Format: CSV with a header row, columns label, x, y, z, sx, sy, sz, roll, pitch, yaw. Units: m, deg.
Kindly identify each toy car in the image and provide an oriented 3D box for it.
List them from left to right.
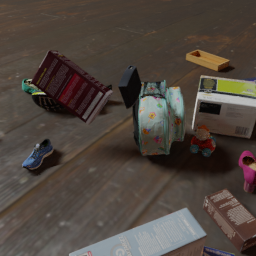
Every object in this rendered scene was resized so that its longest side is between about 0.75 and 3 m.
label,x,y,z,sx,sy,sz,roll,pitch,yaw
toy car,2.539,0.318,9.306,0.808,0.914,0.842,16,39,21

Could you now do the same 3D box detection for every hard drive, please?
label,x,y,z,sx,sy,sz,roll,pitch,yaw
hard drive,0.090,-1.112,7.421,0.247,0.787,1.167,-6,36,22

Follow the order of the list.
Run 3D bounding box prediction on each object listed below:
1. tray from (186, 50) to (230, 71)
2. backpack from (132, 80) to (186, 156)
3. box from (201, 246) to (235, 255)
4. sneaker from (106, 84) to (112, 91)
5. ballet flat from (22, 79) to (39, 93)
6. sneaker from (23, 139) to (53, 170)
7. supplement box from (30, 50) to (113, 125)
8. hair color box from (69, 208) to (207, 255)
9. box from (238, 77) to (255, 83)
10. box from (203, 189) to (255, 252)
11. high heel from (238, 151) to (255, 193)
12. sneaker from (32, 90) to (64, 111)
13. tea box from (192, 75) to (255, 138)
label,x,y,z,sx,sy,sz,roll,pitch,yaw
tray,4.343,-3.726,15.381,1.036,0.389,2.100,-27,44,-32
backpack,0.994,-0.247,9.167,1.761,2.020,2.298,4,40,11
box,1.911,3.085,6.019,0.711,0.278,1.167,11,38,13
sneaker,-1.368,-1.496,11.974,1.406,0.733,0.422,1,36,1
ballet flat,-3.935,-1.788,12.416,1.970,0.693,0.663,16,38,21
sneaker,-2.911,0.794,8.931,0.515,0.585,1.312,13,38,17
supplement box,-1.776,-1.298,8.965,2.298,1.251,0.700,37,17,-2
hair color box,0.229,2.702,5.676,2.587,1.281,0.784,-15,38,-20
box,5.411,-1.701,12.377,1.590,0.627,1.122,-10,34,-13
box,2.610,2.248,6.977,0.710,0.531,1.417,-14,37,-19
high heel,3.695,1.052,8.347,0.589,0.840,1.747,7,36,10
sneaker,-2.671,-1.367,11.576,2.493,0.921,1.009,-2,46,-10
tea box,3.615,-0.862,10.521,2.080,1.390,2.046,10,37,14
